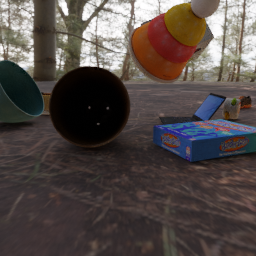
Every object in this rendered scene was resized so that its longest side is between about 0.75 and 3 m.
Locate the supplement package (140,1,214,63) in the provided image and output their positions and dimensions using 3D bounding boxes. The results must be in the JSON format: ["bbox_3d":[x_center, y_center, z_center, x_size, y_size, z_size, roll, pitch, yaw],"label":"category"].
[{"bbox_3d":[1.850,-3.585,11.777,2.394,1.761,2.289,-26,-6,-5],"label":"supplement package"}]

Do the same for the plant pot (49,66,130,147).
[{"bbox_3d":[-0.887,-0.457,7.402,1.879,1.879,2.011,0,-2,0],"label":"plant pot"}]

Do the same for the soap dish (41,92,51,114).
[{"bbox_3d":[-3.264,-1.100,12.177,2.049,0.832,1.612,1,12,9],"label":"soap dish"}]

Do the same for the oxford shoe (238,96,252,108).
[{"bbox_3d":[5.421,-1.278,13.638,1.605,0.585,0.572,-8,14,-35],"label":"oxford shoe"}]

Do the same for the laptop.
[{"bbox_3d":[2.132,-0.656,9.650,1.929,0.996,1.710,0,11,0],"label":"laptop"}]

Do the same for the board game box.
[{"bbox_3d":[1.919,0.219,6.652,2.156,0.485,1.640,-5,13,-23],"label":"board game box"}]

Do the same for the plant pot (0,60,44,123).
[{"bbox_3d":[-4.203,-1.035,9.697,1.458,2.164,2.164,-28,6,14],"label":"plant pot"}]

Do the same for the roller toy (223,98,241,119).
[{"bbox_3d":[3.891,-0.727,10.580,0.573,0.820,0.748,11,8,29],"label":"roller toy"}]

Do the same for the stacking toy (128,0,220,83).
[{"bbox_3d":[1.507,-2.759,7.900,2.080,2.080,2.847,-9,-17,-36],"label":"stacking toy"}]
